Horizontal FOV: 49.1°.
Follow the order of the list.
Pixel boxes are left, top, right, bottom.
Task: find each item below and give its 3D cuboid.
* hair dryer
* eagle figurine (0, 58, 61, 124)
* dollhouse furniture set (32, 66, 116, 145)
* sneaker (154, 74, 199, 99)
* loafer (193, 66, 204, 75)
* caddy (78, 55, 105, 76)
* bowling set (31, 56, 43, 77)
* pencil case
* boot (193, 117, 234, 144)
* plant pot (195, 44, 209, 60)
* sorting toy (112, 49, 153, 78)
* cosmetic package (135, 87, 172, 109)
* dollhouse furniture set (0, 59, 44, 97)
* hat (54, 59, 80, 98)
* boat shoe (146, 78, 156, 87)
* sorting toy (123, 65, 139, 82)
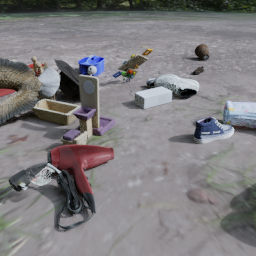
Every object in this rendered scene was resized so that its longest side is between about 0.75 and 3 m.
[{"bbox_3d":[-1.107,1.066,6.111,1.824,0.650,2.394,29,41,16],"label":"hair dryer"},{"bbox_3d":[-3.646,-1.184,9.122,2.690,2.030,2.041,-8,37,-38],"label":"eagle figurine"},{"bbox_3d":[-1.998,-0.818,8.044,2.689,1.908,2.130,12,30,22],"label":"dollhouse furniture set"},{"bbox_3d":[1.855,-1.619,10.922,1.806,0.682,1.039,9,27,11],"label":"sneaker"},{"bbox_3d":[3.421,-2.822,13.642,0.319,0.311,0.873,20,33,33],"label":"loafer"},{"bbox_3d":[-1.766,-3.125,13.672,1.118,0.830,1.582,6,28,14],"label":"caddy"},{"bbox_3d":[-4.036,-2.239,11.778,1.128,0.870,1.621,-29,50,-25],"label":"bowling set"},{"bbox_3d":[3.819,-0.353,8.359,1.911,0.794,0.867,7,25,14],"label":"pencil case"},{"bbox_3d":[2.477,-0.019,7.892,1.406,0.635,0.511,-15,31,-27],"label":"boot"},{"bbox_3d":[4.323,-4.249,16.032,0.799,0.799,0.854,-3,42,-5],"label":"plant pot"},{"bbox_3d":[0.197,-2.767,11.796,2.036,0.277,1.146,-32,-11,27],"label":"sorting toy"},{"bbox_3d":[0.923,-1.115,10.205,1.250,0.445,0.634,-16,31,-27],"label":"cosmetic package"},{"bbox_3d":[-4.685,-2.408,11.874,1.587,1.199,2.948,22,35,36],"label":"dollhouse furniture set"},{"bbox_3d":[-2.205,-1.655,10.655,2.153,0.868,2.153,43,9,-8],"label":"hat"},{"bbox_3d":[1.421,-1.955,11.795,1.262,0.466,0.431,-8,25,-15],"label":"boat shoe"},{"bbox_3d":[0.132,-2.318,12.075,0.534,0.948,0.129,7,47,-33],"label":"sorting toy"}]
